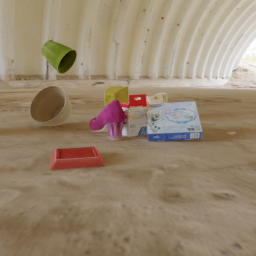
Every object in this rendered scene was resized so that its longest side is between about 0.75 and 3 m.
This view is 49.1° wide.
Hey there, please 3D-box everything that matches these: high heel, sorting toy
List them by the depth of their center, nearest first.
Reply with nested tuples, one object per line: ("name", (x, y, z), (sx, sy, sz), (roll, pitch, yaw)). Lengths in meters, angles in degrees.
("high heel", (-0.853, -0.469, 10.306), (0.944, 1.345, 2.804), (-3, 11, -18))
("sorting toy", (0.665, -1.001, 14.089), (2.093, 1.242, 2.326), (-3, 9, 29))

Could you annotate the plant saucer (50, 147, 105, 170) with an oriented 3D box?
("plant saucer", (-1.291, 0.718, 7.033), (1.277, 0.234, 1.275), (-3, 11, -13))

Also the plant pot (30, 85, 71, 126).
("plant pot", (-3.094, -0.761, 11.905), (1.730, 1.730, 1.161), (5, -23, 23))

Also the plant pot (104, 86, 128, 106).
("plant pot", (-0.890, -1.996, 18.687), (1.367, 1.376, 1.408), (5, 18, 26))

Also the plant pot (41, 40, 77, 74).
("plant pot", (-3.100, -3.221, 12.290), (1.188, 1.234, 1.234), (37, 19, 9))

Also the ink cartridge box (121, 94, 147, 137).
("ink cartridge box", (0.212, -0.484, 10.068), (0.850, 1.463, 0.492), (-8, 13, -36))

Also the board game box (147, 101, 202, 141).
("board game box", (1.538, -0.262, 9.585), (1.742, 0.378, 1.733), (-2, 39, 7))
